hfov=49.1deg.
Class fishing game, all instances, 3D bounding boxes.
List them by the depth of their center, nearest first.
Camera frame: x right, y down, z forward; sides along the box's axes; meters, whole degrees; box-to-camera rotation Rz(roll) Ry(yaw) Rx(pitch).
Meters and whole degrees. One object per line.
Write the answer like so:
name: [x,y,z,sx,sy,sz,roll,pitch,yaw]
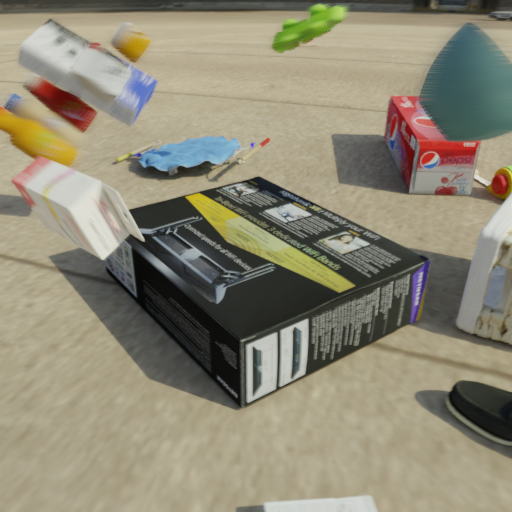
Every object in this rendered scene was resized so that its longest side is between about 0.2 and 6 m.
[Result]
fishing game: [-1.725,-2.643,14.978,3.902,0.607,2.794,4,28,23]

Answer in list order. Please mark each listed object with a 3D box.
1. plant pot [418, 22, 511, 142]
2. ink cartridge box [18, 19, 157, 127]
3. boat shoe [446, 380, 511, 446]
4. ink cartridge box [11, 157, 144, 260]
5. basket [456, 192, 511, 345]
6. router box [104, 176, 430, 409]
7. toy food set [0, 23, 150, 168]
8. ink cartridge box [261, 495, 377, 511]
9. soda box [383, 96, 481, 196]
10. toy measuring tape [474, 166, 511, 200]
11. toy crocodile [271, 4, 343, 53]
plant pot: [3.279,-2.481,8.727,1.209,1.794,1.794,-37,22,19]
ink cartridge box: [-2.925,-3.228,9.870,2.133,0.472,1.003,29,48,-11]
boat shoe: [3.321,1.897,6.494,2.159,0.677,0.790,19,36,34]
ink cartridge box: [-1.913,-0.484,6.032,1.371,0.798,0.463,23,60,33]
basket: [4.374,0.138,8.596,1.592,1.749,2.581,20,34,29]
router box: [-0.064,0.157,9.138,3.451,1.146,4.390,-19,34,-31]
toy food set: [-2.654,-2.427,7.932,1.187,1.119,2.486,1,60,60]
ink cartridge box: [0.671,2.773,5.325,1.134,0.323,0.922,3,27,-12]
soda box: [4.501,-3.071,14.829,1.558,1.411,4.450,2,29,3]
toy measuring tape: [5.800,-1.897,13.345,0.828,0.828,2.250,-6,29,-11]
toy crocodile: [1.059,-4.756,11.832,1.771,0.547,0.598,-13,62,34]
